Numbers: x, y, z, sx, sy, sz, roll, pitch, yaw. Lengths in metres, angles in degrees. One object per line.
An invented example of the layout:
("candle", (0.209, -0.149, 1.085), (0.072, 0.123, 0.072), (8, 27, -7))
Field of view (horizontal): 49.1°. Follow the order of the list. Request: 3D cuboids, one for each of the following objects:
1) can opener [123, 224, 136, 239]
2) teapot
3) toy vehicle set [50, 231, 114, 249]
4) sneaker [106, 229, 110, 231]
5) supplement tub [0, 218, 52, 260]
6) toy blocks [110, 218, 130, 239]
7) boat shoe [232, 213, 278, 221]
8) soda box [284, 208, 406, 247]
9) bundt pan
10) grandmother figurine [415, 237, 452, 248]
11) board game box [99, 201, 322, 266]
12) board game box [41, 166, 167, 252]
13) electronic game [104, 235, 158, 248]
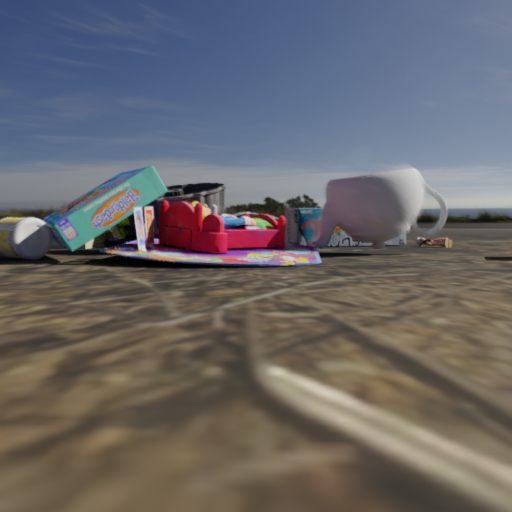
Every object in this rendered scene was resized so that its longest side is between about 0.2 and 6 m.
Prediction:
("can opener", (-2.459, -0.382, 13.639), (1.636, 0.519, 0.643), (10, -22, 7))
("teapot", (2.468, -0.913, 11.386), (2.100, 1.534, 2.073), (-3, 8, 42))
("toy vehicle set", (-5.462, -0.450, 14.867), (3.144, 0.417, 1.953), (1, 4, 11))
("sneaker", (-3.601, -0.753, 17.358), (1.093, 0.996, 2.666), (13, 17, 20))
("supplement tub", (-4.216, -0.309, 9.929), (1.028, 0.747, 0.747), (3, 5, 37))
("toy blocks", (-2.299, -1.128, 15.016), (2.627, 0.954, 2.190), (-20, -1, 12))
("boat shoe", (0.211, -0.804, 16.379), (2.659, 0.940, 0.847), (2, 2, 7))
("soda box", (2.413, -0.774, 15.118), (3.231, 1.027, 1.105), (-2, 4, -18))
("bundt pan", (-1.765, -1.019, 12.373), (2.361, 0.886, 2.361), (-6, 13, 1))
("grandmother figurine", (4.603, -0.355, 14.611), (0.577, 0.288, 0.951), (9, -1, -43))
("board game box", (-0.611, -0.529, 10.131), (3.529, 0.870, 4.467), (3, 7, 4))
("board game box", (-2.844, -0.887, 10.182), (1.892, 0.560, 2.487), (-35, 18, -18))
("electronic game", (-2.371, -0.291, 12.405), (1.926, 0.401, 1.926), (1, 3, 0))
